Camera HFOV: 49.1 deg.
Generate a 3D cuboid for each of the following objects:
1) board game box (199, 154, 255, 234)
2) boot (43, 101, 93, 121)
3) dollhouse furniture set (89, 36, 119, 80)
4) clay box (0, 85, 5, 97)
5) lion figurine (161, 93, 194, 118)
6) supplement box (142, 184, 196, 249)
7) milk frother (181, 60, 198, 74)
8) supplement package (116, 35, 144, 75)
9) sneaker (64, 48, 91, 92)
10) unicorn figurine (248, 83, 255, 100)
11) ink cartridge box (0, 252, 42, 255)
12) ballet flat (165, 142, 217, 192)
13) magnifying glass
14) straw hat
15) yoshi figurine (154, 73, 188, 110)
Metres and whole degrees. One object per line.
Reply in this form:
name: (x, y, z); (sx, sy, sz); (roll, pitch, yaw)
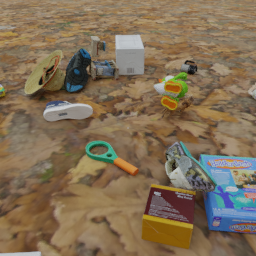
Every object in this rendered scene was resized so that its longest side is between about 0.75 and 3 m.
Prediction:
board game box: (3.109, 1.769, 7.942); (1.905, 0.563, 2.504); (3, 33, 5)
boot: (-2.504, -0.855, 11.790); (2.018, 0.734, 0.911); (-4, 39, -5)
dollhouse furniture set: (-1.259, -3.695, 14.901); (1.374, 1.950, 1.366); (-4, 33, -18)
clay box: (-6.778, -1.853, 13.561); (1.157, 0.479, 2.013); (-23, 40, -31)
lion figurine: (2.078, -0.907, 11.647); (1.512, 0.926, 0.548); (-31, 78, -32)
supplement box: (1.045, 2.195, 7.090); (1.179, 0.794, 1.196); (8, 34, 12)
milk frother: (3.531, -3.414, 16.002); (0.762, 0.731, 0.810); (20, -5, 27)
supplement package: (0.061, -4.336, 16.408); (1.569, 1.511, 2.759); (-1, 33, -2)
sneaker: (-2.725, -2.810, 14.625); (1.224, 1.094, 2.987); (-30, 35, 38)
unicorn figurine: (6.482, -1.407, 12.730); (1.553, 0.835, 2.261); (-28, 27, -21)
ink cartridge box: (-2.874, 3.352, 5.131); (2.377, 0.995, 1.715); (-2, 33, -3)
ballet flat: (1.627, 1.237, 8.039); (1.041, 1.041, 2.896); (-2, 13, -3)
magnifying glass: (-0.562, 0.993, 9.450); (2.208, 0.247, 0.879); (27, 42, 34)
straw hat: (-3.717, -2.407, 13.631); (2.656, 1.124, 2.656); (-25, 46, 29)
yoshi figurine: (2.055, -1.616, 11.934); (1.407, 1.402, 2.504); (-27, 15, 18)
